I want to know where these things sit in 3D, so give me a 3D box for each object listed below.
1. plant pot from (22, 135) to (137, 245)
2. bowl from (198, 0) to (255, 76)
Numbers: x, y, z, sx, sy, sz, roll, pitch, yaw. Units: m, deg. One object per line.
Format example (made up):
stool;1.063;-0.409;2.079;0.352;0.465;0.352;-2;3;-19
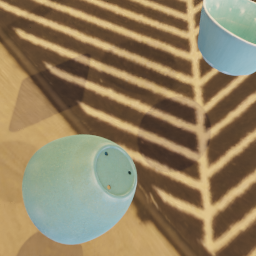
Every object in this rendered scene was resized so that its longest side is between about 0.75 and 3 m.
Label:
plant pot;-0.536;0.788;4.209;1.692;1.139;1.692;23;54;-35
bowl;2.320;-1.890;6.026;2.007;1.050;2.007;10;49;-11
